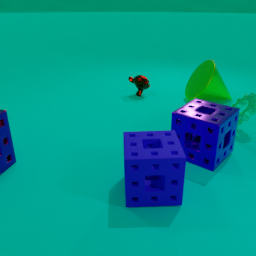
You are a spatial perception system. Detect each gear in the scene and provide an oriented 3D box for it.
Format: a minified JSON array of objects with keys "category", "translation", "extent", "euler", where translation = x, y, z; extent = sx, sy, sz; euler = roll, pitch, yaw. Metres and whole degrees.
[{"category":"gear","translation":[3.351,-0.546,8.163],"extent":[0.196,1.059,1.059],"euler":[38,22,-12]}]

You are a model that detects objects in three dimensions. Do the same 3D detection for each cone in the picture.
[{"category":"cone","translation":[3.328,-1.445,10.604],"extent":[1.665,1.658,1.658],"euler":[26,19,-17]}]

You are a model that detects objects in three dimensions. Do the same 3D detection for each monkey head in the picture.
[{"category":"monkey head","translation":[0.469,-1.715,11.176],"extent":[1.080,0.777,0.651],"euler":[21,-11,39]}]

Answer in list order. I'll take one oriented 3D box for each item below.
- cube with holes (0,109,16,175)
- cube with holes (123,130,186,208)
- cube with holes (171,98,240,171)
[{"category":"cube with holes","translation":[-3.502,0.405,6.049],"extent":[1.339,1.339,1.339],"euler":[6,26,13]},{"category":"cube with holes","translation":[0.462,0.770,5.517],"extent":[1.069,1.069,1.069],"euler":[-2,26,-2]},{"category":"cube with holes","translation":[1.853,0.108,6.846],"extent":[1.175,1.175,1.175],"euler":[19,33,36]}]
